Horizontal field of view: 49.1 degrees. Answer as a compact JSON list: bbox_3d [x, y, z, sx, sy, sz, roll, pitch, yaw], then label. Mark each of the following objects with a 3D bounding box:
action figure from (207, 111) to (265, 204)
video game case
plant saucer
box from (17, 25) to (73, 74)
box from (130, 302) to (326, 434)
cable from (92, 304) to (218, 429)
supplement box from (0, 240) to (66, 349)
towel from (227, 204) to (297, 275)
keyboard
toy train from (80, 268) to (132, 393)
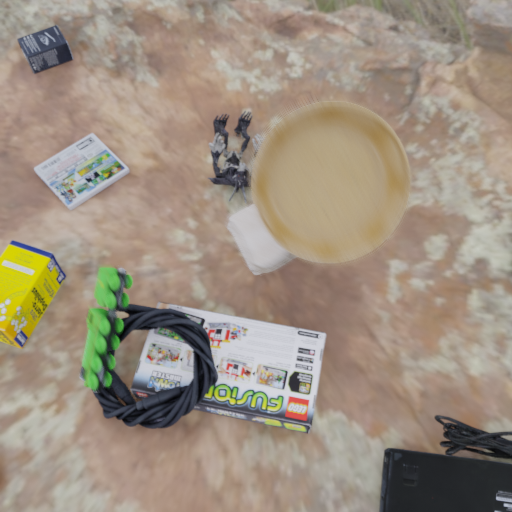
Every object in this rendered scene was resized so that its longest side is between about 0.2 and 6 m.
[{"bbox_3d":[-0.322,-1.607,8.739,0.916,0.787,1.542,-1,58,-13],"label":"action figure"},{"bbox_3d":[-2.788,-1.367,8.964,1.133,0.125,1.033,-38,67,-21],"label":"video game case"},{"bbox_3d":[0.810,-0.803,6.218,1.747,0.309,1.747,-1,99,-3],"label":"plant saucer"},{"bbox_3d":[-3.823,-3.752,10.174,0.780,0.407,0.577,-25,63,-14],"label":"box"},{"bbox_3d":[-0.327,1.405,7.198,2.268,0.394,1.248,10,61,6],"label":"box"},{"bbox_3d":[-1.298,1.362,6.833,1.807,0.459,1.475,8,78,25],"label":"cable"},{"bbox_3d":[-3.225,0.515,7.562,0.662,0.658,1.208,17,61,10],"label":"supplement box"},{"bbox_3d":[0.434,-0.474,7.371,1.543,0.266,1.023,-30,56,2],"label":"towel"},{"bbox_3d":[2.950,2.752,6.492,3.009,0.596,1.566,7,83,3],"label":"keyboard"},{"bbox_3d":[-1.876,0.885,6.849,0.440,0.326,1.562,16,95,33],"label":"toy train"}]
